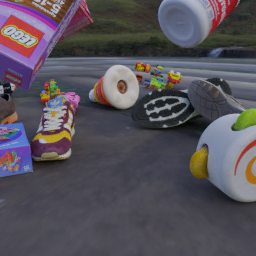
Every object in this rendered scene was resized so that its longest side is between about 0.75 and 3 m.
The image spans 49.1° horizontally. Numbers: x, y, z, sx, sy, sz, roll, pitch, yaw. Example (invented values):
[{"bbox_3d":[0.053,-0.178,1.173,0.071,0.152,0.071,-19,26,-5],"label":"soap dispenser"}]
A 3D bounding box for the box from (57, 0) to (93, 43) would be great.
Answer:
[{"bbox_3d":[-2.386,-2.335,5.631,2.901,1.446,1.385,-24,-21,12],"label":"box"}]

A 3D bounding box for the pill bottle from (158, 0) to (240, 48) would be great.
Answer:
[{"bbox_3d":[0.957,-1.571,3.442,0.655,0.655,1.167,19,57,46],"label":"pill bottle"}]

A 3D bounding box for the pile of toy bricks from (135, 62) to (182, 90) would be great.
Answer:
[{"bbox_3d":[1.360,-2.295,13.723,2.317,1.285,1.144,15,45,-3],"label":"pile of toy bricks"}]

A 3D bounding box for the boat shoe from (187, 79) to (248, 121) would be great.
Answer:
[{"bbox_3d":[2.452,-0.469,7.225,2.173,0.810,0.797,46,24,25],"label":"boat shoe"}]

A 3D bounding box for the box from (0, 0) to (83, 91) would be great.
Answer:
[{"bbox_3d":[-1.997,-1.929,3.146,2.874,1.967,0.562,26,-29,-14],"label":"box"}]

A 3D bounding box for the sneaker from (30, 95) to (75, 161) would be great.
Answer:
[{"bbox_3d":[-1.629,-0.085,6.127,0.873,1.050,2.330,-2,17,-8],"label":"sneaker"}]

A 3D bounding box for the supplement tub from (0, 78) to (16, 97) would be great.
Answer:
[{"bbox_3d":[-5.156,-1.531,10.834,1.068,1.068,1.742,2,18,7],"label":"supplement tub"}]

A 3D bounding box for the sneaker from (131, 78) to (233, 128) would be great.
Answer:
[{"bbox_3d":[1.516,-0.497,8.154,2.946,1.133,1.305,-13,-18,-10],"label":"sneaker"}]

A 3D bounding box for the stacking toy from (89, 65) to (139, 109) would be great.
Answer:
[{"bbox_3d":[-0.769,-1.380,10.355,1.535,1.535,2.102,-15,7,-40],"label":"stacking toy"}]

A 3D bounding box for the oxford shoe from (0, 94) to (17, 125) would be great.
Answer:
[{"bbox_3d":[-3.678,-0.358,7.335,0.847,0.866,2.375,0,17,-1],"label":"oxford shoe"}]

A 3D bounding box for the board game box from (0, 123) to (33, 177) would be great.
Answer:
[{"bbox_3d":[-3.099,0.473,5.194,2.350,0.526,1.580,-7,18,-23],"label":"board game box"}]

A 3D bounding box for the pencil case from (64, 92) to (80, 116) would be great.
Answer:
[{"bbox_3d":[-1.932,-0.819,9.290,0.685,0.664,1.463,-31,18,4],"label":"pencil case"}]

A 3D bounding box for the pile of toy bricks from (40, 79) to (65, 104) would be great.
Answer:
[{"bbox_3d":[-3.002,-1.524,11.176,0.959,0.853,1.728,-3,17,-8],"label":"pile of toy bricks"}]

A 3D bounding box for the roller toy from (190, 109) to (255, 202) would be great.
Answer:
[{"bbox_3d":[1.699,0.427,4.261,1.190,1.304,0.912,35,4,-24],"label":"roller toy"}]
